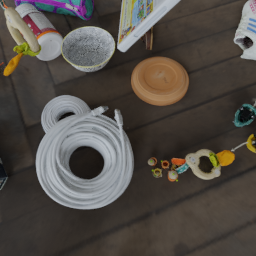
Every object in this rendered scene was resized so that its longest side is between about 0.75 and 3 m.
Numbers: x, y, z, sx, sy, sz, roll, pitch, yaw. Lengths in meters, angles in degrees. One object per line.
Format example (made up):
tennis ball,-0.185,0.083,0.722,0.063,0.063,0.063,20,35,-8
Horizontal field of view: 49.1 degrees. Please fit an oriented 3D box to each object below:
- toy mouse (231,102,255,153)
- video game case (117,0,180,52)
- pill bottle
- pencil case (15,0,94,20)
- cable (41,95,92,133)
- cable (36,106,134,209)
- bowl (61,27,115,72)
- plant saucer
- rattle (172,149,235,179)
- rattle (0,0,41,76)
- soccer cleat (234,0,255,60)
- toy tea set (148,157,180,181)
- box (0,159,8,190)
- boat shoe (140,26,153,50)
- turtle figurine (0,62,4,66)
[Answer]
toy mouse,3.801,-0.155,8.049,2.137,0.414,1.899,0,63,-1
video game case,0.410,-2.452,5.145,0.200,1.589,1.746,27,49,-31
pill bottle,-2.995,-3.198,9.265,1.039,1.039,1.896,-33,67,-16
pencil case,-2.650,-4.651,9.939,2.760,1.175,1.276,11,46,6
cable,-1.733,-0.263,8.053,1.455,0.504,1.455,-4,63,-2
cable,-1.051,0.808,7.059,2.401,0.831,2.400,-15,78,-15
bowl,-1.227,-2.358,8.977,1.675,0.786,1.675,0,63,1
plant saucer,1.015,-1.547,8.843,1.823,0.294,1.823,0,64,0
rattle,1.893,0.887,7.217,1.303,0.931,0.848,11,87,-8
rattle,-2.511,-1.966,5.715,0.996,1.395,0.908,-33,45,-10
soccer cleat,4.074,-3.376,9.457,1.083,0.876,2.508,-3,62,2
toy tea set,0.966,1.073,7.457,0.930,0.344,0.553,14,64,7
box,-4.685,0.633,6.547,2.932,0.674,2.330,-5,53,-49
boat shoe,0.622,-3.176,9.599,0.460,0.461,1.309,4,55,-2
turtle figurine,-4.464,-1.706,8.877,1.134,0.365,0.914,-20,64,-10
